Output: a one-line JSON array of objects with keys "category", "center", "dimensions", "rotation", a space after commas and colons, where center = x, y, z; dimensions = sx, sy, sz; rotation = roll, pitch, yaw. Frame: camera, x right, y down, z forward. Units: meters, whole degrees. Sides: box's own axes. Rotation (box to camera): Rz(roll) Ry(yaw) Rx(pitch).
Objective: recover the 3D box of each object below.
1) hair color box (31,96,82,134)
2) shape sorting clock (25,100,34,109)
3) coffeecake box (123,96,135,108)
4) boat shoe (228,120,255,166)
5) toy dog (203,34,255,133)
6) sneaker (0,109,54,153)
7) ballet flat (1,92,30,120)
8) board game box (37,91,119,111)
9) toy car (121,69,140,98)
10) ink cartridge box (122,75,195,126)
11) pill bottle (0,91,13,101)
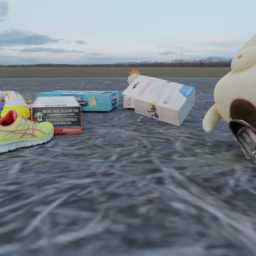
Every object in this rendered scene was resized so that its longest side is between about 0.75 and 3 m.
[{"category": "hair color box", "center": [-2.063, -0.437, 8.114], "dimensions": [1.249, 0.753, 2.460], "rotation": [-2, 12, -13]}, {"category": "shape sorting clock", "center": [-4.198, -0.979, 11.692], "dimensions": [1.469, 0.288, 1.469], "rotation": [0, 13, 0]}, {"category": "coffeecake box", "center": [0.615, -1.069, 11.440], "dimensions": [1.336, 0.488, 1.026], "rotation": [3, 8, 20]}, {"category": "boat shoe", "center": [2.099, 0.275, 4.723], "dimensions": [0.412, 0.484, 1.447], "rotation": [28, 20, -16]}, {"category": "toy dog", "center": [2.697, -0.642, 5.048], "dimensions": [2.694, 1.938, 2.778], "rotation": [-23, 15, 7]}, {"category": "sneaker", "center": [-2.307, -0.013, 6.062], "dimensions": [0.703, 0.812, 1.799], "rotation": [5, 12, 29]}, {"category": "ballet flat", "center": [-3.795, -0.765, 9.356], "dimensions": [0.861, 0.863, 2.576], "rotation": [-8, 15, -21]}, {"category": "board game box", "center": [-1.933, -1.138, 11.455], "dimensions": [2.810, 0.660, 2.122], "rotation": [2, 11, 8]}, {"category": "toy car", "center": [0.496, -2.266, 14.587], "dimensions": [1.386, 1.568, 1.445], "rotation": [-7, 15, -28]}, {"category": "ink cartridge box", "center": [0.937, -0.895, 8.601], "dimensions": [1.947, 0.661, 1.121], "rotation": [20, 53, 30]}, {"category": "pill bottle", "center": [-6.258, -1.626, 14.183], "dimensions": [0.874, 0.493, 0.493], "rotation": [-5, 13, -24]}]
